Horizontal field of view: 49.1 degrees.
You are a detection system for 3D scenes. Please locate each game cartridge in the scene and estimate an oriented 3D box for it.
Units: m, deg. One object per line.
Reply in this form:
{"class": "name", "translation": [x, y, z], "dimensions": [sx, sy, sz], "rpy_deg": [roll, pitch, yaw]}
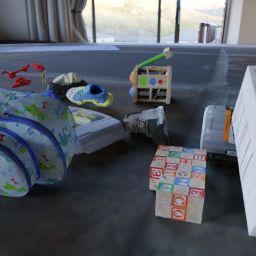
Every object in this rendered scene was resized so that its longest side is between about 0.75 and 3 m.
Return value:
{"class": "game cartridge", "translation": [-1.667, -0.064, 8.614], "dimensions": [2.963, 0.606, 1.972], "rpy_deg": [17, 22, 36]}

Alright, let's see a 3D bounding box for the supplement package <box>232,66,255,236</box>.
{"class": "supplement package", "translation": [2.783, 0.328, 4.756], "dimensions": [1.518, 1.461, 2.668], "rpy_deg": [3, 50, 7]}

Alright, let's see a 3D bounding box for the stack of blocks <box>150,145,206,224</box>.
{"class": "stack of blocks", "translation": [0.997, 1.026, 5.690], "dimensions": [1.086, 0.552, 1.886], "rpy_deg": [5, 22, 14]}

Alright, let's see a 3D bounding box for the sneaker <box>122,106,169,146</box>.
{"class": "sneaker", "translation": [0.447, 0.012, 8.171], "dimensions": [1.388, 0.902, 2.404], "rpy_deg": [-6, 14, 8]}

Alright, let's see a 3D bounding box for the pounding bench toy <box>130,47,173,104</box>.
{"class": "pounding bench toy", "translation": [0.979, -2.320, 12.067], "dimensions": [1.755, 2.249, 1.397], "rpy_deg": [3, 21, 6]}

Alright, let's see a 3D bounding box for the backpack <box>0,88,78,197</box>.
{"class": "backpack", "translation": [-2.237, 0.352, 5.600], "dimensions": [2.228, 2.039, 1.637], "rpy_deg": [5, 43, 7]}

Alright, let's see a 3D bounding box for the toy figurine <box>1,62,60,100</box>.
{"class": "toy figurine", "translation": [-2.240, -0.167, 6.949], "dimensions": [1.475, 2.463, 1.299], "rpy_deg": [35, 33, 23]}

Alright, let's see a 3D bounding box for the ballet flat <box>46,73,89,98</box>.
{"class": "ballet flat", "translation": [-2.782, -2.089, 13.245], "dimensions": [1.041, 1.041, 2.850], "rpy_deg": [11, 23, 26]}

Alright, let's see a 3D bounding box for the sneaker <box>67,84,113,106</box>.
{"class": "sneaker", "translation": [-1.647, -1.482, 11.321], "dimensions": [2.089, 0.791, 1.097], "rpy_deg": [7, -23, 16]}

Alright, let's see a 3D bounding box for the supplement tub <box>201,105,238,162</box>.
{"class": "supplement tub", "translation": [2.944, 0.192, 6.784], "dimensions": [2.191, 1.342, 1.342], "rpy_deg": [6, 22, 18]}
